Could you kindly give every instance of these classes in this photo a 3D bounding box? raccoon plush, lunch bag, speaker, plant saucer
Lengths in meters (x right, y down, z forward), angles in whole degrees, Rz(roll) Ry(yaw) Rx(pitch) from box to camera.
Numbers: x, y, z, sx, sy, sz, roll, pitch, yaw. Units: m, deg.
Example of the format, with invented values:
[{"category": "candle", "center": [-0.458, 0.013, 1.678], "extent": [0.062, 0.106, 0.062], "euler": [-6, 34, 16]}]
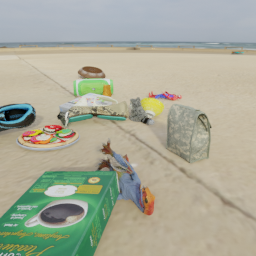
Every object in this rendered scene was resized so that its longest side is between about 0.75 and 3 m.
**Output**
[{"category": "raccoon plush", "center": [0.609, -0.743, 11.565], "extent": [1.392, 0.933, 0.674], "euler": [14, 24, 35]}, {"category": "lunch bag", "center": [1.796, 0.069, 8.329], "extent": [0.893, 1.520, 1.246], "euler": [-10, 21, -26]}, {"category": "speaker", "center": [-1.986, -2.335, 16.118], "extent": [2.239, 0.990, 0.990], "euler": [-3, 19, -7]}, {"category": "plant saucer", "center": [-2.870, -4.488, 22.395], "extent": [2.256, 0.413, 2.256], "euler": [10, 29, -6]}]

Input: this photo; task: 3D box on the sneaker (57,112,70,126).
[{"category": "sneaker", "center": [-2.197, -0.335, 9.469], "extent": [0.399, 0.293, 0.882], "euler": [15, -25, -7]}]

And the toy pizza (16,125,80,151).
[{"category": "toy pizza", "center": [-2.703, 0.245, 9.556], "extent": [2.101, 0.333, 2.101], "euler": [1, 18, 0]}]

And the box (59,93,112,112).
[{"category": "box", "center": [-1.925, -1.055, 12.897], "extent": [1.515, 0.400, 1.943], "euler": [16, 32, 39]}]

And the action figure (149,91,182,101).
[{"category": "action figure", "center": [2.067, -1.784, 15.400], "extent": [1.822, 0.471, 0.596], "euler": [12, 20, 23]}]

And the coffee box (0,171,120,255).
[{"category": "coffee box", "center": [-1.285, 1.647, 4.867], "extent": [1.719, 0.615, 2.796], "euler": [-2, 19, 12]}]

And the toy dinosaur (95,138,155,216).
[{"category": "toy dinosaur", "center": [0.074, 1.102, 6.308], "extent": [2.027, 1.173, 2.234], "euler": [37, 27, 32]}]

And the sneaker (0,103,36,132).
[{"category": "sneaker", "center": [-4.534, -0.288, 9.223], "extent": [2.934, 1.074, 1.202], "euler": [-20, -2, -24]}]

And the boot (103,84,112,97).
[{"category": "boot", "center": [-1.148, -1.595, 13.829], "extent": [0.521, 1.061, 1.482], "euler": [3, 20, 10]}]

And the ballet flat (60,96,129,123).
[{"category": "ballet flat", "center": [-1.363, -0.779, 11.434], "extent": [2.796, 1.053, 0.948], "euler": [-3, -9, -8]}]

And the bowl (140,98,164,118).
[{"category": "bowl", "center": [0.979, -0.777, 12.025], "extent": [1.062, 1.062, 0.571], "euler": [8, 62, 21]}]
